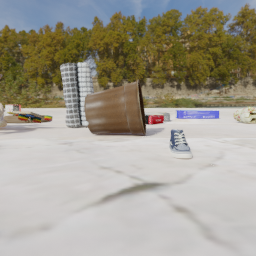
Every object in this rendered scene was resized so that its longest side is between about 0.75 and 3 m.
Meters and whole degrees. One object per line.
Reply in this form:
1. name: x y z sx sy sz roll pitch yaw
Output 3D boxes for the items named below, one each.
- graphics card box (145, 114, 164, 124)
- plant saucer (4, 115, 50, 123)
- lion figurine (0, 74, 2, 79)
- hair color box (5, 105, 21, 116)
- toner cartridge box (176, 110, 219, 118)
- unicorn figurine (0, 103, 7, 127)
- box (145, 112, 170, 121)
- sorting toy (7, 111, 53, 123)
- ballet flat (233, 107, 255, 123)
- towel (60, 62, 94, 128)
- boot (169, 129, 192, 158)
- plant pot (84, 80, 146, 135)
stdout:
1. graphics card box: 0.615 -0.361 11.188 1.409 0.358 0.884 5 8 36
2. plant saucer: -4.417 -0.399 12.092 2.021 0.298 2.021 0 4 0
3. lion figurine: -5.100 -1.006 8.167 2.630 0.953 1.611 -38 -32 18
4. hair color box: -6.192 -0.891 15.099 0.445 0.737 1.452 -3 7 -37
5. toner cartridge box: 3.657 -0.739 14.899 2.112 0.456 1.003 0 5 0
6. unicorn figurine: -4.177 -0.481 7.818 1.969 1.058 2.866 15 -2 -2
7. box: 1.092 -0.517 12.846 1.544 0.373 1.223 0 5 2
8. sorting toy: -3.075 -0.320 8.601 1.426 0.241 0.687 3 -10 23
9. ballet flat: 4.935 -0.440 10.824 1.875 0.709 0.599 0 27 42
10. towel: -1.777 -1.155 10.131 1.123 2.173 2.625 -6 5 -6
11. boot: 0.787 0.227 4.351 0.304 0.378 0.836 0 5 -5
12. plant pot: -0.301 -0.427 6.974 1.355 1.369 1.369 -7 4 7
